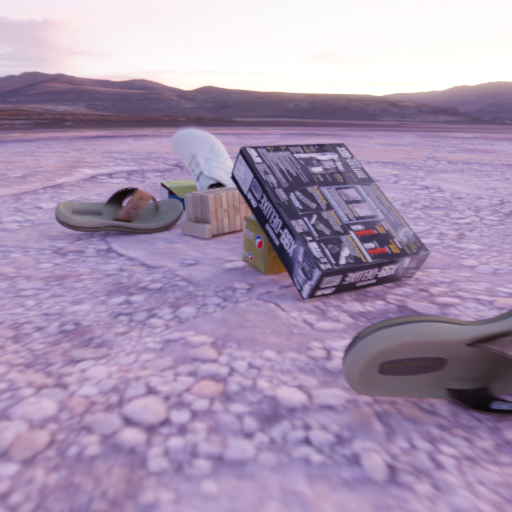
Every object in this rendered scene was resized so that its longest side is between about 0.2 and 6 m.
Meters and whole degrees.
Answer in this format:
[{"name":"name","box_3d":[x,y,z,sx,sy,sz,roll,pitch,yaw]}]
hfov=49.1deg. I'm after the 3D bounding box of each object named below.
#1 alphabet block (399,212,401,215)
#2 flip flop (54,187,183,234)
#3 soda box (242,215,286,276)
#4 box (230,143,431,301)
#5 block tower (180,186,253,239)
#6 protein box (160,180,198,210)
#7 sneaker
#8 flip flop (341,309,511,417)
[{"name":"alphabet block","box_3d":[3.396,-0.975,13.674,0.212,0.208,0.209,0,16,-13]},{"name":"flip flop","box_3d":[-2.929,-1.094,12.369,2.898,0.834,1.175,-1,29,-31]},{"name":"soda box","box_3d":[1.041,-0.364,10.351,2.604,0.882,0.834,-10,23,-30]},{"name":"box","box_3d":[1.175,-0.731,9.382,2.266,0.715,2.873,-9,53,-30]},{"name":"block tower","box_3d":[-0.172,-1.196,13.022,3.333,0.964,0.900,-18,20,-41]},{"name":"protein box","box_3d":[-2.012,-1.649,15.149,0.971,0.660,0.978,-6,18,-20]},{"name":"sneaker","box_3d":[-1.184,-2.209,14.429,3.075,1.081,1.232,42,38,16]},{"name":"flip flop","box_3d":[2.347,1.078,5.318,3.009,1.220,0.866,-2,33,-3]}]
